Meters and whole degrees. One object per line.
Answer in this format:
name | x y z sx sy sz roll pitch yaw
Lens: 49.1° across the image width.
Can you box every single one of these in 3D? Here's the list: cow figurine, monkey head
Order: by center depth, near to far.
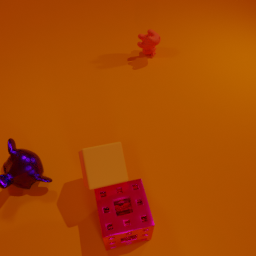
monkey head | -2.809 1.073 7.269 1.626 1.170 0.980 44 100 6
cow figurine | 0.871 -3.147 10.445 1.124 1.143 0.627 12 77 -38

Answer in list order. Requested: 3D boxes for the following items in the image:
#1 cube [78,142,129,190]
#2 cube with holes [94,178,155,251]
cube | -0.611 0.886 6.652 0.916 0.916 0.916 -10 85 -16
cube with holes | -0.108 2.060 6.640 1.130 1.130 1.130 -11 54 -8
